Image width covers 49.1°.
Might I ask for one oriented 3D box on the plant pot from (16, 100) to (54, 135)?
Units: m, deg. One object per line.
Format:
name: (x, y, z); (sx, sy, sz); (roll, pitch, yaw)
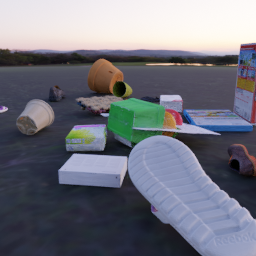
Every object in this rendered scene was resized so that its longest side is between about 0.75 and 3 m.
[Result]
plant pot: (-2.641, -0.237, 7.788); (0.890, 0.890, 0.815); (3, 26, 10)

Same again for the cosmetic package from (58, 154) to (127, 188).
cosmetic package: (-0.590, 0.743, 5.009); (1.064, 0.275, 0.802); (2, 13, 8)

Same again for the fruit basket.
fruit basket: (0.748, -0.047, 7.088); (2.321, 1.088, 2.150); (9, 8, -33)

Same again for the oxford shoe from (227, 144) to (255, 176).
oxford shoe: (2.117, 0.586, 5.429); (0.394, 0.387, 1.087); (-6, 15, -1)

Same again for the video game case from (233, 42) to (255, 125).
video game case: (3.873, -1.474, 9.044); (0.214, 2.454, 1.755); (1, 15, 4)

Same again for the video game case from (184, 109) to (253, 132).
video game case: (2.750, -0.281, 8.974); (1.623, 0.202, 2.268); (0, 15, 3)

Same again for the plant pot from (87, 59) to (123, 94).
plant pot: (-1.127, -2.659, 15.189); (1.286, 1.837, 1.837); (27, 26, 25)

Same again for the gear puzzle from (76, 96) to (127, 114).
gear puzzle: (-0.616, -0.896, 10.853); (2.714, 0.355, 1.406); (-10, 27, -42)

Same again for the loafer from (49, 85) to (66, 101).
loafer: (-3.381, -1.737, 13.490); (0.662, 0.657, 1.818); (-2, 14, -5)

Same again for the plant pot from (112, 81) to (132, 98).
plant pot: (-0.190, -1.869, 13.987); (0.828, 0.828, 0.885); (10, 4, 32)

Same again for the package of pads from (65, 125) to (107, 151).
package of pads: (-0.948, 0.230, 6.719); (0.871, 0.385, 1.128); (-1, 16, 1)

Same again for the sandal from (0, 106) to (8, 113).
sandal: (-4.818, -0.735, 10.628); (0.351, 0.212, 0.863); (-1, 15, -5)

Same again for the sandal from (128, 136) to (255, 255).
sandal: (0.690, 0.927, 3.864); (1.015, 0.613, 2.494); (-19, 32, -11)

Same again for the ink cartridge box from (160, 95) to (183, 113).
ink cartridge box: (1.677, -0.975, 11.025); (0.812, 0.471, 1.395); (1, 17, 5)

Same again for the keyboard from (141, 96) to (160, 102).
keyboard: (1.193, -1.380, 13.220); (0.773, 0.125, 1.216); (-7, 17, -25)
